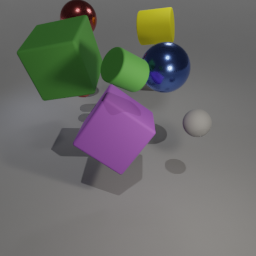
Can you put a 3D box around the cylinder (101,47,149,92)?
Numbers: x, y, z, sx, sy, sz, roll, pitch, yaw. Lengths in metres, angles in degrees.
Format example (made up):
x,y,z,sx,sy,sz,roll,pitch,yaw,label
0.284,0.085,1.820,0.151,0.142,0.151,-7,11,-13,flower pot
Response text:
x,y,z,sx,sy,sz,roll,pitch,yaw,label
-0.060,-1.134,5.511,0.700,0.700,0.700,15,16,-42,cylinder

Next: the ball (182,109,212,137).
x,y,z,sx,sy,sz,roll,pitch,yaw,label
1.706,-0.123,6.935,0.700,0.700,0.700,0,31,0,ball

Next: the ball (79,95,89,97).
x,y,z,sx,sy,sz,roll,pitch,yaw,label
-1.660,-1.469,10.248,0.700,0.700,0.700,0,31,0,ball

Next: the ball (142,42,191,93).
x,y,z,sx,sy,sz,roll,pitch,yaw,label
1.043,-1.693,7.871,1.400,1.400,1.400,0,31,0,ball

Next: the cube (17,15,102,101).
x,y,z,sx,sy,sz,roll,pitch,yaw,label
-1.554,-1.700,6.869,1.400,1.400,1.400,-6,43,13,cube

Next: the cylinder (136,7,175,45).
x,y,z,sx,sy,sz,roll,pitch,yaw,label
1.191,-4.280,11.851,1.400,1.400,1.400,0,30,16,cylinder

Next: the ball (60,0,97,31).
x,y,z,sx,sy,sz,roll,pitch,yaw,label
-1.889,-4.151,10.705,1.400,1.400,1.400,0,31,0,ball

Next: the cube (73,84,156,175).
x,y,z,sx,sy,sz,roll,pitch,yaw,label
-0.304,-0.006,6.982,1.400,1.400,1.400,34,19,-11,cube
